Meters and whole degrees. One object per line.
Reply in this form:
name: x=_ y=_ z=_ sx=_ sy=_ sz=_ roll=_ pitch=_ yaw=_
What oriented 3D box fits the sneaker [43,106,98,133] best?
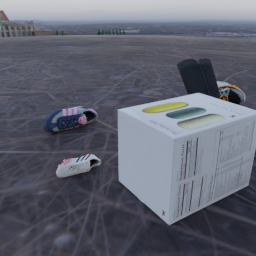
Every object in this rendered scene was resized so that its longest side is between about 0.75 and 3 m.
sneaker: x=-1.780 y=-0.294 z=8.949 sx=0.778 sy=0.665 sz=1.896 roll=13 pitch=27 yaw=35

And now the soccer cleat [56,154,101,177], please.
soccer cleat: x=-1.135 y=0.884 z=6.523 sx=0.476 sy=0.384 sz=1.118 roll=15 pitch=22 yaw=41

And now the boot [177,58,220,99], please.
boot: x=1.977 y=-1.167 z=8.899 sx=2.044 sy=0.814 sz=2.480 roll=3 pitch=63 yaw=-19

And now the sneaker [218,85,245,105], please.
sneaker: x=3.434 y=-1.206 z=11.110 sx=2.255 sy=0.882 sz=0.871 roll=9 pitch=41 yaw=25

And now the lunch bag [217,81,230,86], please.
lunch bag: x=3.980 y=-1.828 z=12.887 sx=1.223 sy=0.471 sz=0.981 roll=16 pitch=30 yaw=34

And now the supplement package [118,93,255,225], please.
supplement package: x=1.200 y=0.432 z=5.812 sx=2.294 sy=1.728 sz=1.741 roll=-14 pitch=26 yaw=-30
